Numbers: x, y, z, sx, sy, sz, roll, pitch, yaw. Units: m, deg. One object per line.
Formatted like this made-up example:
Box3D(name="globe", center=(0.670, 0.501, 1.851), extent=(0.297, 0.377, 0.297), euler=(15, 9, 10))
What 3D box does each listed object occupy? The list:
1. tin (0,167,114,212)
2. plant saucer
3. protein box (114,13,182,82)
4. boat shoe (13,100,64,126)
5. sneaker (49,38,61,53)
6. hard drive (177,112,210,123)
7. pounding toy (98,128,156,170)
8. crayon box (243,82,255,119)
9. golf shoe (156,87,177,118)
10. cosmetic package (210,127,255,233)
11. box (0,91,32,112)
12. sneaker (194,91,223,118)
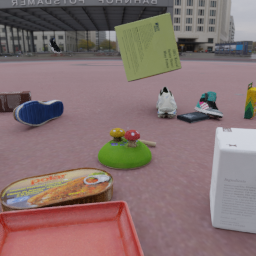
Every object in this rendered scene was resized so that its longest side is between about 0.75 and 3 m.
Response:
Box3D(name="tin", center=(-1.476, 1.410, 6.100), extent=(2.394, 0.501, 1.340), euler=(-7, 23, -22))
Box3D(name="plant saucer", center=(-1.001, 2.011, 4.211), extent=(2.396, 0.440, 2.392), euler=(-2, 18, -10))
Box3D(name="protein box", center=(0.927, -3.734, 13.401), extent=(2.555, 2.536, 1.724), euler=(-14, 9, 3))
Box3D(name="boat shoe", center=(-3.936, -0.653, 11.927), extent=(1.041, 1.039, 2.877), euler=(1, 7, 21))
Box3D(name="sneaker", center=(-3.444, -3.906, 13.140), extent=(0.322, 0.493, 0.881), euler=(-27, 56, -34))
Box3D(name="hard drive", center=(2.909, -0.489, 12.487), extent=(1.212, 0.199, 0.846), euler=(-12, 21, -33))
Box3D(name="pounding toy", center=(-0.030, 0.384, 8.459), extent=(1.607, 0.966, 2.082), euler=(5, 19, 15))
Box3D(name="crayon box", center=(5.613, -1.257, 12.671), extent=(0.395, 1.555, 0.987), euler=(11, 22, 32))
Box3D(name="golf shoe", center=(1.899, -1.386, 13.539), extent=(1.055, 1.311, 2.696), euler=(-2, 16, 3))
Box3D(name="cosmetic package", center=(2.374, 0.968, 5.499), extent=(1.345, 1.630, 1.343), euler=(4, 18, 13))
Box3D(name="box", center=(-5.762, -1.313, 13.891), extent=(1.853, 0.928, 0.694), euler=(-3, 18, -10))
Box3D(name="sneaker", center=(3.855, -1.124, 12.895), extent=(0.745, 1.075, 1.781), euler=(15, 10, -27))
